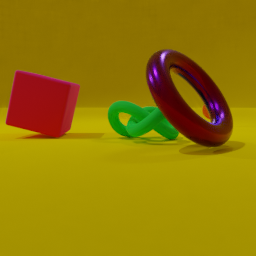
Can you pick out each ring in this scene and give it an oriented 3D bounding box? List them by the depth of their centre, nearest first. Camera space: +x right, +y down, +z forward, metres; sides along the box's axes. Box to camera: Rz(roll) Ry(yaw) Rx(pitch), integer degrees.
[{"bbox_3d":[1.050,-0.528,4.640,1.871,1.871,0.374,-5,-27,-47],"label":"ring"}]

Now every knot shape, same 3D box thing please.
[{"bbox_3d":[0.266,-0.159,5.759,1.450,0.716,1.550,2,-3,20],"label":"knot shape"}]

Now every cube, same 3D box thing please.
[{"bbox_3d":[-1.887,-0.566,6.412,1.185,1.185,1.185,14,7,-1],"label":"cube"}]

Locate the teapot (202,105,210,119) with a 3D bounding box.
[{"bbox_3d":[2.786,-0.651,9.069,0.695,1.117,0.547,15,42,23],"label":"teapot"}]
